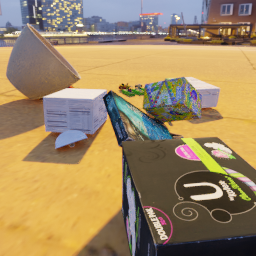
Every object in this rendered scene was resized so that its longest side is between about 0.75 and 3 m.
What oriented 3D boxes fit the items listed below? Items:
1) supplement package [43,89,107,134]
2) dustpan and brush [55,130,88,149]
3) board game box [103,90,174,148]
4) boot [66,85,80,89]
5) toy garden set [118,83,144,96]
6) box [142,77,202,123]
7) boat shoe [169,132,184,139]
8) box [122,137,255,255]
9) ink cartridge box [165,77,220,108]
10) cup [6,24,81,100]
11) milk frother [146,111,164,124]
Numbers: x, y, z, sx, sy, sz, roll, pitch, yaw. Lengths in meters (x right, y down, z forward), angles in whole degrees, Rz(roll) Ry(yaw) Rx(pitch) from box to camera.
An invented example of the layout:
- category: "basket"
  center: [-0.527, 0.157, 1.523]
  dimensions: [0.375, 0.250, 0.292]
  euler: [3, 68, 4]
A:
- category: "supplement package"
  center: [-1.538, -0.583, 8.641]
  dimensions: [1.448, 1.031, 1.860]
  euler: [3, 15, 8]
- category: "dustpan and brush"
  center: [-1.617, 0.262, 7.673]
  dimensions: [0.859, 0.352, 1.231]
  euler: [-19, 31, -15]
- category: "board game box"
  center: [0.391, 0.145, 5.680]
  dimensions: [1.959, 0.276, 1.325]
  euler: [29, 28, -41]
- category: "boot"
  center: [-2.745, -1.651, 12.580]
  dimensions: [0.757, 0.529, 1.411]
  euler: [-22, 30, -35]
- category: "toy garden set"
  center: [0.547, -1.972, 13.606]
  dimensions: [1.855, 0.370, 1.547]
  euler: [-10, 22, -25]
- category: "box"
  center: [1.003, -0.582, 6.236]
  dimensions: [0.960, 0.608, 0.997]
  euler: [-5, -20, 34]
- category: "boat shoe"
  center: [0.948, 0.202, 7.542]
  dimensions: [0.496, 0.449, 1.393]
  euler: [-18, 27, -40]
- category: "box"
  center: [0.829, 1.150, 3.622]
  dimensions: [1.636, 1.369, 2.203]
  euler: [-3, 21, -9]
- category: "ink cartridge box"
  center: [2.468, -1.424, 11.092]
  dimensions: [1.378, 0.796, 1.887]
  euler: [-6, 25, -22]
- category: "cup"
  center: [-3.787, -2.463, 11.815]
  dimensions: [2.143, 2.997, 2.997]
  euler: [-44, 23, 5]
- category: "milk frother"
  center: [0.951, -0.545, 9.425]
  dimensions: [0.947, 0.855, 0.891]
  euler: [-44, 2, -23]
